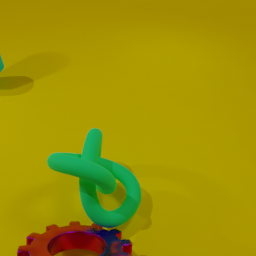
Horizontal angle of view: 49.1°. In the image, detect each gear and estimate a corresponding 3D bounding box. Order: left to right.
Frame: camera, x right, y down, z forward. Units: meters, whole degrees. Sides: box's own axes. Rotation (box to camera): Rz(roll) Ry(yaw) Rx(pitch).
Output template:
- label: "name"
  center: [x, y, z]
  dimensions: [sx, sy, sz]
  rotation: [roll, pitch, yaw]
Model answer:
- label: "gear"
  center: [-0.865, 2.139, 4.729]
  dimensions: [1.857, 0.343, 1.857]
  rotation: [3, 5, 0]

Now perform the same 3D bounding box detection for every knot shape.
- label: "knot shape"
  center: [-0.649, 0.843, 5.772]
  dimensions: [0.960, 2.079, 1.945]
  rotation: [-37, 29, 12]

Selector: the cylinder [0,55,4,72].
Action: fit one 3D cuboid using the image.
- label: "cylinder"
  center: [-4.538, -2.258, 8.587]
  dimensions: [1.109, 1.109, 1.109]
  rotation: [-2, 39, 2]
